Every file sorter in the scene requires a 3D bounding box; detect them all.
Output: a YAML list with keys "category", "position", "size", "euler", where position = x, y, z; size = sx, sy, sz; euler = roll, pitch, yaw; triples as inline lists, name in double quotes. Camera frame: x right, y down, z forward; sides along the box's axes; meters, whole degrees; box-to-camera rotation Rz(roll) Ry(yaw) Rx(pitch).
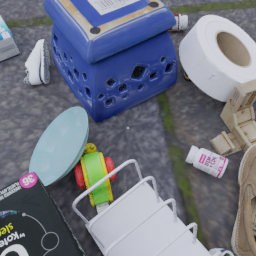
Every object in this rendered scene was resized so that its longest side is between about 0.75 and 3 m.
- category: "file sorter"
  position: [0.279, 1.911, 4.954]
  size: [1.581, 1.419, 2.279]
  euler: [-35, 54, -14]

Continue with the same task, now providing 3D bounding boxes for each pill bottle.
- category: "pill bottle"
  position: [1.836, 0.774, 6.565]
  size: [0.869, 0.492, 0.492]
  euler: [24, 61, 14]
- category: "pill bottle"
  position: [1.453, -3.434, 9.125]
  size: [0.912, 0.521, 0.521]
  euler: [0, 58, 1]

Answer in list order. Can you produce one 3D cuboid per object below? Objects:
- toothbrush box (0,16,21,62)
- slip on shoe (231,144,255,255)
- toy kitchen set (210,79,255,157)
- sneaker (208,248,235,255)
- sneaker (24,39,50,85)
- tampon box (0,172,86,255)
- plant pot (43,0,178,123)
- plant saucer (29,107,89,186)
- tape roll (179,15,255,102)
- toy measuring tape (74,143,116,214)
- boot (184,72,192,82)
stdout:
- category: "toothbrush box"
  position: [-4.316, -2.812, 8.617]
  size: [1.281, 0.746, 1.750]
  euler: [-29, 63, -17]
- category: "slip on shoe"
  position: [2.751, 1.436, 5.783]
  size: [0.968, 0.772, 2.547]
  euler: [21, 68, 6]
- category: "toy kitchen set"
  position: [2.688, -0.043, 6.585]
  size: [1.199, 1.326, 1.470]
  euler: [-19, 61, -10]
- category: "sneaker"
  position: [1.581, 3.181, 4.940]
  size: [0.755, 0.732, 2.068]
  euler: [7, 59, 4]
- category: "sneaker"
  position: [-2.681, -1.971, 8.224]
  size: [0.659, 0.625, 1.636]
  euler: [-10, 57, 5]
- category: "tampon box"
  position: [-1.663, 2.723, 4.560]
  size: [2.212, 1.864, 2.952]
  euler: [-31, 63, -17]
- category: "plant pot"
  position: [-0.431, -2.257, 7.273]
  size: [2.757, 2.479, 2.757]
  euler: [-28, 61, -16]
- category: "plant saucer"
  position: [-1.478, 0.453, 6.362]
  size: [2.009, 0.387, 2.009]
  euler: [-28, 43, 31]
- category: "tape roll"
  position: [2.532, -1.855, 7.461]
  size: [2.339, 0.818, 2.339]
  euler: [13, 58, -22]
- category: "toy measuring tape"
  position: [-0.593, 1.392, 5.955]
  size: [0.955, 0.955, 2.596]
  euler: [-13, 59, -8]
- category: "boot"
  position: [2.184, -1.772, 7.967]
  size: [1.118, 0.774, 0.433]
  euler: [-22, 61, -14]
